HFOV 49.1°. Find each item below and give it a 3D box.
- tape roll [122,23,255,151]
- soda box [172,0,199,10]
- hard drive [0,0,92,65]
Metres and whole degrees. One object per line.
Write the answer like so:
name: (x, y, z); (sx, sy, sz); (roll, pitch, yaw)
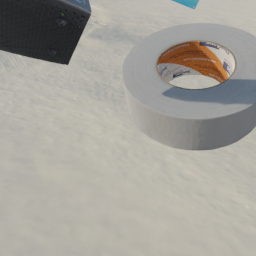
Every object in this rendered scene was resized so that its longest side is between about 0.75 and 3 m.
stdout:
tape roll: (1.043, -0.741, 4.417); (2.226, 0.735, 2.226); (-5, 50, 6)
soda box: (1.461, -3.369, 5.625); (0.604, 1.780, 0.571); (22, 59, 1)
hard drive: (-1.360, -1.238, 2.803); (1.807, 1.219, 0.383); (12, 71, -21)
